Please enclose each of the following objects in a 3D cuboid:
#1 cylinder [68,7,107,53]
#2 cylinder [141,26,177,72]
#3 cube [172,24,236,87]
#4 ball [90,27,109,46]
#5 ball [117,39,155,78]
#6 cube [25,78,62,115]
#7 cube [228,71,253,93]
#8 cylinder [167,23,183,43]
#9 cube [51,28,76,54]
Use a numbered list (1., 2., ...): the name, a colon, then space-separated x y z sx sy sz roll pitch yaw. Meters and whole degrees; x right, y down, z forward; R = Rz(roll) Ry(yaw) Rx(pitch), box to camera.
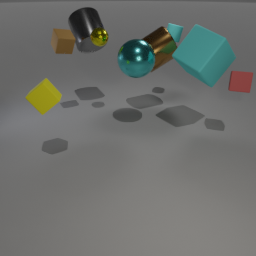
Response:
1. cylinder: -1.747 -4.235 12.230 1.400 1.400 1.400 -20 -11 -4
2. cylinder: 1.187 -3.295 11.804 1.400 1.400 1.400 -32 30 4
3. cube: 2.757 -2.587 10.147 1.400 1.400 1.400 44 11 36
4. ball: -1.098 -3.502 10.779 0.700 0.700 0.700 0 28 0
5. ball: 0.307 -2.541 10.296 1.400 1.400 1.400 0 28 0
6. cube: -2.483 -0.941 8.312 0.700 0.700 0.700 -38 22 7
7. cube: 4.018 -1.660 10.032 0.700 0.700 0.700 9 12 16
8. cylinder: 2.098 -4.344 12.809 0.700 0.700 0.700 13 21 -5
9. cube: -2.565 -3.407 11.034 0.700 0.700 0.700 -7 51 -32
